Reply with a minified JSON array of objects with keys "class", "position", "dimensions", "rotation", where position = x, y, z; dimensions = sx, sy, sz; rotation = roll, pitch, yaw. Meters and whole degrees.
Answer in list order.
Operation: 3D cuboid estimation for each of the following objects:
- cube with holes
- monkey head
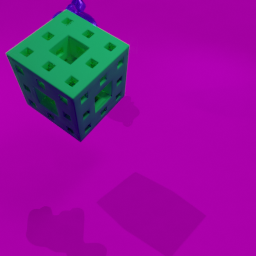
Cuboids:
[{"class":"cube with holes","position":[-0.792,-0.736,4.080],"dimensions":[1.120,1.120,1.120],"rotation":[34,63,14]},{"class":"monkey head","position":[-1.154,-2.592,6.877],"dimensions":[1.051,1.743,1.254],"rotation":[20,84,28]}]
